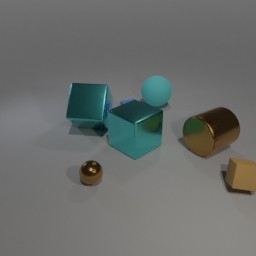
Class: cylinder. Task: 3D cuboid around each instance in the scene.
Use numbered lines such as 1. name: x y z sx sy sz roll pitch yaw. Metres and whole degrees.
1. cylinder: 2.866 0.103 9.684 1.400 1.400 1.400 -19 34 -31

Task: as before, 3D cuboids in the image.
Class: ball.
1. ball: 1.316 -1.699 12.955 1.400 1.400 1.400 0 29 0
2. ball: -1.083 1.295 8.207 0.700 0.700 0.700 0 29 0

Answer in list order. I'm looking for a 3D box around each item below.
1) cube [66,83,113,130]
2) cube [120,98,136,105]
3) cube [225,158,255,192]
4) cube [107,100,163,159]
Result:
1. cube: -1.425 -0.802 10.769 1.400 1.400 1.400 4 -14 7
2. cube: 0.133 -0.766 11.973 0.700 0.700 0.700 -15 33 -20
3. cube: 3.244 1.299 7.896 0.700 0.700 0.700 8 10 2
4. cube: 0.253 0.001 9.866 1.400 1.400 1.400 -26 38 -38
